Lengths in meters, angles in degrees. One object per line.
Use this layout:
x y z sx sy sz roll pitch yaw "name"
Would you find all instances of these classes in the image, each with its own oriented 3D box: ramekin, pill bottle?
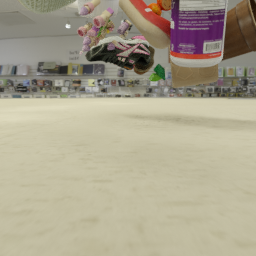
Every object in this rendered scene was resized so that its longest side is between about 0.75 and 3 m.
-0.802 -3.308 7.510 1.167 0.569 1.167 3 29 -2 "ramekin"
1.803 -2.908 7.186 1.403 2.495 1.403 -3 25 1 "pill bottle"

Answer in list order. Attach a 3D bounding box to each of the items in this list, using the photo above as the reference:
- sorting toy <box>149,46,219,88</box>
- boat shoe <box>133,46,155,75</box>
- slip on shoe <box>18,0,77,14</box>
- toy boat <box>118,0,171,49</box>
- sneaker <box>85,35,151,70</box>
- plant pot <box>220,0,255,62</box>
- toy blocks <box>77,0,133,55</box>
1.879 -2.318 9.652 2.452 1.813 0.361 -9 21 -4 "sorting toy"
0.709 -2.836 12.408 0.814 0.770 2.264 26 41 1 "boat shoe"
-1.057 -2.129 3.840 0.853 0.705 2.303 -39 17 23 "slip on shoe"
0.818 -3.493 8.401 1.451 2.219 1.448 -39 -20 14 "toy boat"
-0.211 -2.761 10.664 2.727 1.178 1.096 -15 -6 -23 "sneaker"
3.071 -2.741 8.194 1.560 1.576 1.576 -18 -5 38 "plant pot"
-0.757 -2.350 6.978 1.000 1.188 1.110 -53 1 -32 "toy blocks"
